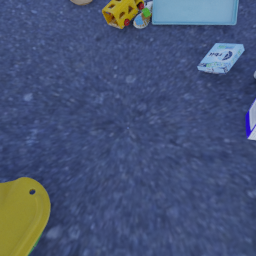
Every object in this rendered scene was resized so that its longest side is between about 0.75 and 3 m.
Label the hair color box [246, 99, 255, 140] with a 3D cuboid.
[{"bbox_3d":[4.608,-0.272,6.808,2.891,1.580,0.937,10,56,6],"label":"hair color box"}]

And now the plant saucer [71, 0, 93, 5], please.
[{"bbox_3d":[-1.768,-5.029,10.814,1.011,0.179,1.011,0,56,0],"label":"plant saucer"}]

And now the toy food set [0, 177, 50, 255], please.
[{"bbox_3d":[-2.623,2.289,5.546,1.590,0.883,2.702,24,55,11],"label":"toy food set"}]

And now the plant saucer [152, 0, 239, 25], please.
[{"bbox_3d":[2.314,-4.135,9.785,2.920,1.021,0.277,1,15,2],"label":"plant saucer"}]

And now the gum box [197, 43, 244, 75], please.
[{"bbox_3d":[2.802,-2.114,8.487,0.933,0.245,1.099,23,67,47],"label":"gum box"}]

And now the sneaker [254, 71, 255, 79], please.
[{"bbox_3d":[4.649,-1.415,8.174,1.661,0.624,0.955,-8,57,1],"label":"sneaker"}]

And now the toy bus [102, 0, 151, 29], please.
[{"bbox_3d":[-0.111,-4.226,9.603,1.549,0.848,1.642,-14,54,16],"label":"toy bus"}]

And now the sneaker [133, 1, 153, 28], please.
[{"bbox_3d":[0.495,-4.035,10.049,0.603,0.520,1.376,17,55,32],"label":"sneaker"}]
